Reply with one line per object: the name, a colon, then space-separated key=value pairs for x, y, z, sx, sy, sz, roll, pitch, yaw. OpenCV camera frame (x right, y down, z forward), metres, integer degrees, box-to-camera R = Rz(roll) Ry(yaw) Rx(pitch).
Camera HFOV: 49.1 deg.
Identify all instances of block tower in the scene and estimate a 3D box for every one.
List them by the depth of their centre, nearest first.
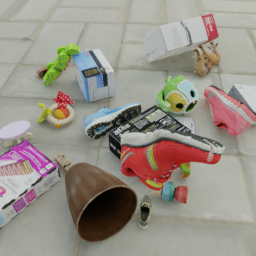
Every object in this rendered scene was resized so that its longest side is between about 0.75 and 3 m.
block tower: x=-1.951 y=1.271 z=9.136 sx=0.332 sy=0.310 sz=1.147 roll=-33 pitch=55 yaw=-27

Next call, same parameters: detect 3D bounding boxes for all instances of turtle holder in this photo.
turtle holder: x=1.882 y=-1.216 z=10.685 sx=1.293 sy=1.383 sz=1.821 roll=46 pitch=21 yaw=26

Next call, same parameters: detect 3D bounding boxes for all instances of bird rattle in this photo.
bird rattle: x=-2.666 y=-0.600 z=10.840 sx=1.363 sy=0.942 sz=1.672 roll=41 pitch=45 yaw=20

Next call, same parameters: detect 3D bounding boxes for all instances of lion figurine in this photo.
lion figurine: x=3.863 y=-3.284 z=13.213 sx=2.240 sy=0.812 sz=1.372 roll=-25 pitch=84 yaw=-31

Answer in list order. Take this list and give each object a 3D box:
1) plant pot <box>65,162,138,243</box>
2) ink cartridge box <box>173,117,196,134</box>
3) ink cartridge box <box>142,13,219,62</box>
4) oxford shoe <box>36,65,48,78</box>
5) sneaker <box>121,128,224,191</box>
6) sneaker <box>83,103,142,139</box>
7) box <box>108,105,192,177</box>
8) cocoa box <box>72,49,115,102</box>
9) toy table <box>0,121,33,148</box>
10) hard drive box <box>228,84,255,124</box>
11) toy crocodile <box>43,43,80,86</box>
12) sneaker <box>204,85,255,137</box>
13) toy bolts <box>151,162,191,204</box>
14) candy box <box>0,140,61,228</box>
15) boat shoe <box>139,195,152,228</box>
plant pot: x=-0.980 y=1.816 z=7.823 sx=1.771 sy=1.771 sz=1.895 roll=-25 pitch=38 yaw=-23
ink cartridge box: x=2.069 y=-0.064 z=10.530 sx=0.860 sy=0.175 sz=0.859 roll=3 pitch=46 yaw=3
ink cartridge box: x=2.391 y=-4.199 z=13.155 sx=2.846 sy=1.180 sz=2.089 roll=-20 pitch=6 yaw=-19
oxford shoe: x=-3.574 y=-2.809 z=12.993 sx=1.443 sy=0.508 sz=0.540 roll=-28 pitch=47 yaw=-26
sneaker: x=0.711 y=0.645 z=5.299 sx=1.006 sy=2.613 sz=1.109 roll=13 pitch=79 yaw=-29
sneaker: x=-0.597 y=-0.520 z=10.476 sx=2.397 sy=0.939 sz=1.078 roll=-20 pitch=46 yaw=-19
box: x=0.728 y=0.435 z=9.501 sx=2.186 sy=0.941 sz=1.790 roll=-32 pitch=54 yaw=-27
cocoa box: x=-1.466 y=-2.248 z=11.865 sx=1.273 sy=1.294 sz=1.940 roll=-17 pitch=48 yaw=-16
toy table: x=-3.927 y=0.259 z=9.894 sx=1.094 sy=0.641 sz=1.006 roll=-15 pitch=48 yaw=-13
hard drive box: x=4.843 y=-0.923 z=10.857 sx=1.293 sy=0.637 sz=1.659 roll=2 pitch=44 yaw=-17
toy crocodile: x=-2.935 y=-2.713 z=12.046 sx=0.708 sy=2.292 sz=0.774 roll=25 pitch=29 yaw=-36
sneaker: x=3.490 y=-0.674 z=10.533 sx=1.057 sy=1.244 sz=2.869 roll=30 pitch=14 yaw=-28
toy bolts: x=1.305 y=1.440 z=8.525 sx=1.089 sy=1.500 sz=1.570 roll=7 pitch=81 yaw=11
candy box: x=-3.559 y=1.655 z=8.440 sx=1.705 sy=0.763 sz=2.500 roll=31 pitch=54 yaw=26
boat shoe: x=0.505 y=2.349 z=8.088 sx=0.363 sy=0.303 sz=1.014 roll=5 pitch=46 yaw=5
